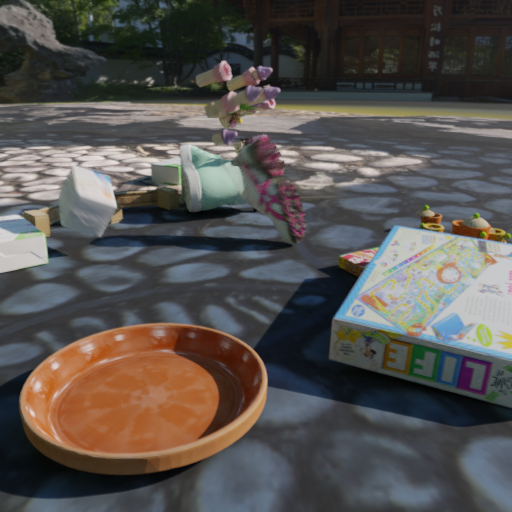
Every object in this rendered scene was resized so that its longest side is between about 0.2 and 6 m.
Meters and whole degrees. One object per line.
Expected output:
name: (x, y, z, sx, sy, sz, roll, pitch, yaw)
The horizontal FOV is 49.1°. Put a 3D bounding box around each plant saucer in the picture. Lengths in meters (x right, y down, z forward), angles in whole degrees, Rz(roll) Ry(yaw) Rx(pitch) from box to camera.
plant saucer: (-1.066, 1.345, 5.550, 2.347, 0.379, 2.347, 0, 20, 0)

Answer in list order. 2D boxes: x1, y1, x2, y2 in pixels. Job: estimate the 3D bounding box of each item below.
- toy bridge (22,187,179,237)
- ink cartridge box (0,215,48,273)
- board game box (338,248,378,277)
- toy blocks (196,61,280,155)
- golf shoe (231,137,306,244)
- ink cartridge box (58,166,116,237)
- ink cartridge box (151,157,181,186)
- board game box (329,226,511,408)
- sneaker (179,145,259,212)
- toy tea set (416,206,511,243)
toy bridge: (-3.329, -1.045, 12.156, 3.500, 0.476, 1.176, -18, 25, -41)
ink cartridge box: (-4.361, -0.239, 9.745, 0.963, 0.553, 1.644, -14, 24, -34)
board game box: (2.171, 0.295, 8.725, 0.868, 0.272, 1.817, -11, 26, -27)
toy blocks: (-0.074, -3.168, 11.793, 1.500, 1.782, 1.665, -11, 6, 29)
golf shoe: (0.248, -1.131, 10.594, 0.963, 2.090, 0.759, -26, -8, 30)
ink cartridge box: (-2.982, -0.963, 9.860, 0.724, 0.711, 0.983, 17, 30, -34)
ink cartridge box: (-2.222, -2.425, 15.950, 0.950, 0.547, 1.302, 10, 22, 26)
board game box: (2.471, 0.540, 7.098, 2.210, 0.563, 3.288, 11, 25, 22)
sneaker: (-0.799, -1.878, 13.410, 1.981, 1.236, 3.358, -5, 25, -11)
toy tea set: (3.791, -0.626, 10.643, 1.104, 0.687, 1.856, -17, 26, -40)
